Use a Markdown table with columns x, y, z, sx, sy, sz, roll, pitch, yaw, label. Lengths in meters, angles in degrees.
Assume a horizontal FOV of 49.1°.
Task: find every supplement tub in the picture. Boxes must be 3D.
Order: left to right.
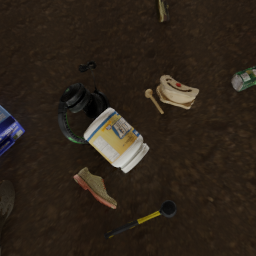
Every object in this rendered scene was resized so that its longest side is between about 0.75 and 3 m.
| x | y | z | sx | sy | sz | roll | pitch | yaw | label |
| --- | --- | --- | --- | --- | --- | --- | --- | --- | --- |
| -0.368 | 0.417 | 9.260 | 1.879 | 1.359 | 1.359 | 44 | 72 | -1 | supplement tub |

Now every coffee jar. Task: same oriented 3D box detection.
| x | y | z | sx | sy | sz | roll | pitch | yaw | label |
| --- | --- | --- | --- | --- | --- | --- | --- | --- | --- |
| 4.819 | -2.004 | 10.850 | 1.464 | 0.763 | 0.625 | -22 | 68 | -10 | coffee jar |

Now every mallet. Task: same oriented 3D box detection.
| x | y | z | sx | sy | sz | roll | pitch | yaw | label |
| --- | --- | --- | --- | --- | --- | --- | --- | --- | --- |
| 0.429 | 2.947 | 8.881 | 2.437 | 0.803 | 0.502 | -25 | 67 | 5 | mallet |

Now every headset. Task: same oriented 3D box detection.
| x | y | z | sx | sy | sz | roll | pitch | yaw | label |
| --- | --- | --- | --- | --- | --- | --- | --- | --- | --- |
| -1.593 | -0.939 | 9.898 | 1.403 | 1.843 | 2.985 | 0 | 76 | 45 | headset |

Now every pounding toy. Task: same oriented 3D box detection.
| x | y | z | sx | sy | sz | roll | pitch | yaw | label |
| --- | --- | --- | --- | --- | --- | --- | --- | --- | --- |
| 1.596 | -1.228 | 10.659 | 1.928 | 1.106 | 1.102 | 16 | 39 | -3 | pounding toy |

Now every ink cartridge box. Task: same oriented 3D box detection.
| x | y | z | sx | sy | sz | roll | pitch | yaw | label |
| --- | --- | --- | --- | --- | --- | --- | --- | --- | --- |
| -4.982 | 0.009 | 9.847 | 2.616 | 0.999 | 1.785 | 39 | 72 | 14 | ink cartridge box |

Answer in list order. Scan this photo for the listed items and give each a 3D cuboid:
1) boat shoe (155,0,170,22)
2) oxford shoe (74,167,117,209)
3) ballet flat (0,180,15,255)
| x | y | z | sx | sy | sz | roll | pitch | yaw | label |
| --- | --- | --- | --- | --- | --- | --- | --- | --- | --- |
| 1.551 | -5.397 | 12.505 | 0.521 | 0.566 | 1.585 | 0 | 68 | -9 | boat shoe |
| -0.970 | 1.938 | 9.181 | 1.744 | 0.617 | 0.644 | 37 | 69 | 15 | oxford shoe |
| -4.163 | 2.934 | 8.700 | 0.611 | 0.887 | 2.634 | -6 | 68 | 24 | ballet flat |
